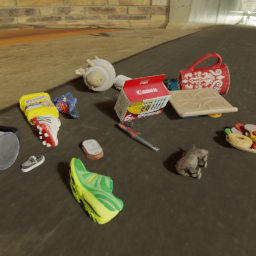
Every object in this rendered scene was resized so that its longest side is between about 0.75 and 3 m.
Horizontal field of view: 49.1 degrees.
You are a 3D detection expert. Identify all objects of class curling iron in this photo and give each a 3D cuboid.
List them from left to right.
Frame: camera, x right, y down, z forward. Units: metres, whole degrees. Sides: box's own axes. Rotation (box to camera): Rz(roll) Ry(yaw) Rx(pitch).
[{"bbox_3d":[0.408,0.256,10.868,0.621,0.320,2.507,-15,30,-28],"label":"curling iron"}]

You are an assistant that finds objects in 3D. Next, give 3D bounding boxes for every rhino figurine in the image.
[{"bbox_3d":[2.149,1.005,9.135,0.827,0.566,1.892,13,28,25],"label":"rhino figurine"}]

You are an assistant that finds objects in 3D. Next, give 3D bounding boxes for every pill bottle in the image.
[{"bbox_3d":[-0.084,-2.420,15.631,0.794,0.794,1.388,-18,32,-32],"label":"pill bottle"}]

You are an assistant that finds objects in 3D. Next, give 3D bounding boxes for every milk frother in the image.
[{"bbox_3d":[-4.730,0.063,9.120,1.952,2.075,1.873,8,46,16],"label":"milk frother"}]

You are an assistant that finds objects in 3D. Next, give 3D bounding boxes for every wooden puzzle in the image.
[{"bbox_3d":[3.254,-1.121,13.187,2.624,0.656,2.833,-5,28,-10],"label":"wooden puzzle"}]

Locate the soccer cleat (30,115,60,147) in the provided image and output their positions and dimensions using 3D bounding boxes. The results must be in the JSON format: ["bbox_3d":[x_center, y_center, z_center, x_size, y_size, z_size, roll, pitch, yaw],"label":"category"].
[{"bbox_3d":[-3.031,0.001,10.883,1.009,0.813,2.369,-20,28,-26],"label":"soccer cleat"}]

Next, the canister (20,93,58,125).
[{"bbox_3d":[-4.013,-0.887,12.629,1.375,0.801,1.852,-14,31,-25],"label":"canister"}]

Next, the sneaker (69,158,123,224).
[{"bbox_3d":[-0.942,1.644,7.682,0.962,0.853,2.302,-14,39,-31],"label":"sneaker"}]

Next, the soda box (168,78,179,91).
[{"bbox_3d":[3.139,-2.587,16.231,1.622,0.550,0.520,-10,28,-18],"label":"soda box"}]

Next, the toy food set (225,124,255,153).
[{"bbox_3d":[4.606,0.345,10.548,1.844,0.449,1.826,7,27,15],"label":"toy food set"}]

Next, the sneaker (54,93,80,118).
[{"bbox_3d":[-2.805,-0.961,12.848,0.938,0.901,2.392,-16,22,-18],"label":"sneaker"}]

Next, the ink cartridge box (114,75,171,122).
[{"bbox_3d":[0.665,-1.262,11.871,2.059,1.807,0.863,-14,61,-27],"label":"ink cartridge box"}]

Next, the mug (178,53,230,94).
[{"bbox_3d":[3.991,-2.804,15.138,2.415,2.144,1.611,-5,4,0],"label":"mug"}]

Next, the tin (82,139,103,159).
[{"bbox_3d":[-1.272,0.737,9.976,0.594,0.222,1.061,-17,36,-21],"label":"tin"}]

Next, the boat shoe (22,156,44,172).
[{"bbox_3d":[-3.136,1.089,9.236,0.331,0.306,0.897,18,32,31],"label":"boat shoe"}]

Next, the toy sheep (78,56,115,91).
[{"bbox_3d":[-1.604,-2.987,15.624,1.957,1.957,2.839,6,26,13],"label":"toy sheep"}]

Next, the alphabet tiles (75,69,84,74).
[{"bbox_3d":[-2.964,-3.925,19.387,1.320,0.096,1.291,13,29,24],"label":"alphabet tiles"}]
